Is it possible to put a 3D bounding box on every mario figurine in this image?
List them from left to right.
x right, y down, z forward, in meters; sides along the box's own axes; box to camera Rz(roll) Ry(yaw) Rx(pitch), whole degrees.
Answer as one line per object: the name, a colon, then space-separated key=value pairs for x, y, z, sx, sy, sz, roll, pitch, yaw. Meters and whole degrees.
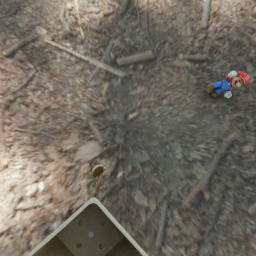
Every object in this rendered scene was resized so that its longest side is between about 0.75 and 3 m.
mario figurine: x=2.935 y=-1.242 z=8.103 sx=1.110 sy=0.685 sz=0.588 roll=-22 pitch=75 yaw=27

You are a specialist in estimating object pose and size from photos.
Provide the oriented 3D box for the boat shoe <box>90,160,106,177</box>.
boat shoe: x=-0.836 y=1.008 z=7.185 sx=0.363 sy=1.009 sz=0.364 roll=41 pitch=88 yaw=10

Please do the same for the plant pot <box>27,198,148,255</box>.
plant pot: x=-0.806 y=2.583 z=6.006 sx=1.854 sy=1.642 sz=1.852 roll=-41 pitch=95 yaw=-3
